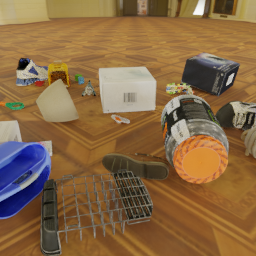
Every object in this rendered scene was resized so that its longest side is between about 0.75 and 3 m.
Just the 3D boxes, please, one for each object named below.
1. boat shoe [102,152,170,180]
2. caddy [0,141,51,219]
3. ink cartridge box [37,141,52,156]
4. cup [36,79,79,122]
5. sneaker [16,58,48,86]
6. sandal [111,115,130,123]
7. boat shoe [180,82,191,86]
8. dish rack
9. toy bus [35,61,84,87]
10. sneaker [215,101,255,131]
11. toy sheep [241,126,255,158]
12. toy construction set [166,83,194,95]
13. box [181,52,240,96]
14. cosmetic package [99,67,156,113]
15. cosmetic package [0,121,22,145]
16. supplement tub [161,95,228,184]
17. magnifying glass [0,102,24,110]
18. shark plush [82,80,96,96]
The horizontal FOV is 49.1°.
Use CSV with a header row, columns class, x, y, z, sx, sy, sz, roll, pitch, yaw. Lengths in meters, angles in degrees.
class,x,y,z,sx,sy,sz,roll,pitch,yaw
boat shoe,0.243,1.102,8.455,2.002,0.720,0.681,12,23,7
caddy,-2.907,1.252,7.167,1.159,1.561,2.208,9,29,25
ink cartridge box,-3.033,0.733,9.611,0.826,0.179,0.811,-6,29,-14
cup,-2.954,-0.948,11.391,1.262,1.765,1.765,-25,34,-12
sneaker,-5.485,-3.422,16.158,0.988,1.413,2.446,14,31,23
sandal,-0.326,-0.296,11.547,0.799,0.229,0.306,18,39,-10
boat shoe,3.094,-2.418,15.409,1.067,0.330,0.400,-19,35,-30
dish rack,-0.801,1.886,6.913,2.669,0.728,2.047,-5,30,-14
toy bus,-3.901,-3.118,15.744,2.441,1.261,2.304,16,32,28
sneaker,4.715,-0.424,10.855,2.800,1.037,1.239,-8,30,-19
toy sheep,4.390,0.537,8.954,1.173,1.173,1.701,-20,34,-33
toy construction set,2.640,-2.000,14.267,1.435,0.661,0.941,10,5,3
box,4.417,-2.968,15.016,2.227,1.383,2.245,27,37,27
cosmetic package,-0.103,-1.886,13.208,2.369,1.461,2.377,-4,27,-8
cosmetic package,-4.911,0.591,8.822,2.691,1.141,1.448,-4,29,-6
supplement tub,2.007,0.258,8.744,1.809,1.809,2.953,1,27,3
magnifying glass,-5.563,-1.078,13.091,1.504,0.168,0.599,10,30,14
shark plush,-1.934,-2.169,14.583,0.720,0.660,1.584,3,28,6
